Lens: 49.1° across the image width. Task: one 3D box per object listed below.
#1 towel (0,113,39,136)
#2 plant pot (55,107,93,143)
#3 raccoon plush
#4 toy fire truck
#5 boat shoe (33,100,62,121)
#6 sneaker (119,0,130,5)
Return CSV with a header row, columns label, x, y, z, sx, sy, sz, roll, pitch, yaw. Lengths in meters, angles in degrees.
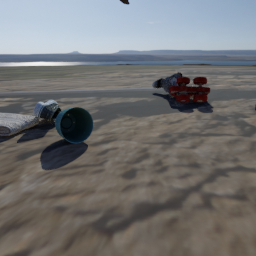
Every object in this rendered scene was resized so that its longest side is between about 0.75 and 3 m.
label,x,y,z,sx,sy,sz,roll,pitch,yaw
towel,-3.987,-0.181,8.510,2.172,0.374,1.439,5,17,16
plant pot,-1.483,-0.101,7.346,0.921,0.921,0.739,-10,11,-33
raccoon plush,2.008,-2.061,14.822,2.374,1.149,1.591,-15,13,43
toy fire truck,2.842,-1.656,13.070,1.870,1.049,1.571,1,-9,0
boat shoe,-2.524,-0.476,9.221,0.682,0.694,1.924,28,7,-3
sneaker,0.087,-3.776,7.377,0.406,1.075,0.379,30,2,-37
